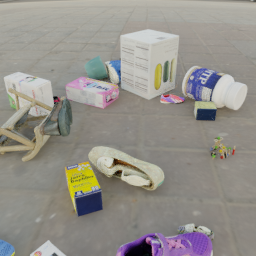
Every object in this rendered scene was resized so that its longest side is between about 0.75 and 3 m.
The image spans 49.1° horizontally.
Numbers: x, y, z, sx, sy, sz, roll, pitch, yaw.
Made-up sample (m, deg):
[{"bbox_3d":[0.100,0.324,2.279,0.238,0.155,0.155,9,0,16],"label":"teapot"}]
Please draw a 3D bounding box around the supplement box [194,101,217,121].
[{"bbox_3d":[3.296,-0.748,12.006,0.811,0.544,0.810,2,32,3],"label":"supplement box"}]

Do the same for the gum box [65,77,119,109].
[{"bbox_3d":[-1.666,-1.714,13.375,2.283,0.755,1.296,17,35,25],"label":"gum box"}]

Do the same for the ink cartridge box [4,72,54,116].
[{"bbox_3d":[-4.289,-1.456,12.255,2.047,1.482,0.860,18,36,27],"label":"ink cartridge box"}]

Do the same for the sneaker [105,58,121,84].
[{"bbox_3d":[-0.401,-3.260,15.680,1.429,0.986,2.568,-14,27,-6],"label":"sneaker"}]

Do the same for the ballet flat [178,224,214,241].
[{"bbox_3d":[1.680,2.513,6.913,0.893,0.321,0.321,9,33,16],"label":"ballet flat"}]

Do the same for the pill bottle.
[{"bbox_3d":[3.932,-1.788,12.765,1.537,1.537,2.568,-27,41,-37],"label":"pill bottle"}]

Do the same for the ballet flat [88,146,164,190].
[{"bbox_3d":[-0.204,1.196,8.471,2.620,0.884,0.817,13,27,21],"label":"ballet flat"}]

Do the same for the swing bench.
[{"bbox_3d":[-3.708,-0.130,10.127,2.409,1.563,2.396,10,32,6],"label":"swing bench"}]

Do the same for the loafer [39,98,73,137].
[{"bbox_3d":[-1.289,-0.209,5.110,0.463,0.529,1.473,-10,17,-5],"label":"loafer"}]

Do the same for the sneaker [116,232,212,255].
[{"bbox_3d":[0.757,2.671,5.931,2.421,1.070,0.974,-9,31,-17],"label":"sneaker"}]

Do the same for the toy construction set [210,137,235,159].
[{"bbox_3d":[3.282,0.637,9.655,0.834,0.641,0.696,0,32,-1],"label":"toy construction set"}]

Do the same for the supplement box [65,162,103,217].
[{"bbox_3d":[-1.254,1.673,7.864,0.728,0.733,1.338,-12,33,-19],"label":"supplement box"}]

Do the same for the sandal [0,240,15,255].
[{"bbox_3d":[-3.223,2.673,6.397,1.348,0.587,0.536,11,31,13],"label":"sandal"}]

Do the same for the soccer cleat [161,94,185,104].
[{"bbox_3d":[2.116,-1.389,13.170,1.155,0.423,0.394,-2,32,-3],"label":"soccer cleat"}]

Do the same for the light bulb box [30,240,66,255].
[{"bbox_3d":[-1.546,2.915,5.797,0.773,0.780,0.487,24,39,32],"label":"light bulb box"}]

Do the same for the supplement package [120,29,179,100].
[{"bbox_3d":[1.040,-3.225,13.955,2.061,2.716,2.046,-27,40,-36],"label":"supplement package"}]

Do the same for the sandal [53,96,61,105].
[{"bbox_3d":[-3.493,-1.230,12.904,1.903,0.429,0.715,18,36,27],"label":"sandal"}]

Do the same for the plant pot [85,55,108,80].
[{"bbox_3d":[-1.809,-3.242,15.522,1.008,1.256,1.256,-22,34,-1],"label":"plant pot"}]
